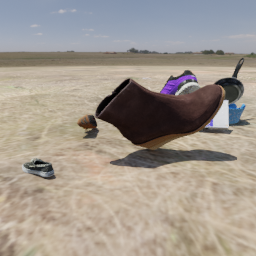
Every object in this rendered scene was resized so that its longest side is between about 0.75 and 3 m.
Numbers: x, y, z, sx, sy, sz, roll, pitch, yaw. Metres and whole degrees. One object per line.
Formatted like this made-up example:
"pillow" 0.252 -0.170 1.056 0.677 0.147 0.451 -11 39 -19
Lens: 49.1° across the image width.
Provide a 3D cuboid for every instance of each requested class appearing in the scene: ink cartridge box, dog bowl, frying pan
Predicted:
"ink cartridge box" 2.594 -0.405 8.528 0.902 0.910 0.198 2 -19 14
"dog bowl" 3.345 -0.793 10.268 1.371 0.610 2.459 5 20 2
"frying pan" 3.399 -1.542 9.623 1.127 1.863 0.303 -2 -30 27

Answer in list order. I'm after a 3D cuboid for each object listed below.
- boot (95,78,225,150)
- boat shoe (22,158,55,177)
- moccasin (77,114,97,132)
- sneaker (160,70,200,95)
"boot" 0.719 -0.480 6.014 1.965 2.362 0.855 34 28 -39
"boat shoe" -1.805 0.744 5.598 0.888 0.283 0.314 4 18 34
"moccasin" -1.212 -0.139 8.341 0.477 0.452 1.236 -21 2 5
"sneaker" 1.445 -1.141 9.416 0.761 1.088 2.188 22 -42 -36
